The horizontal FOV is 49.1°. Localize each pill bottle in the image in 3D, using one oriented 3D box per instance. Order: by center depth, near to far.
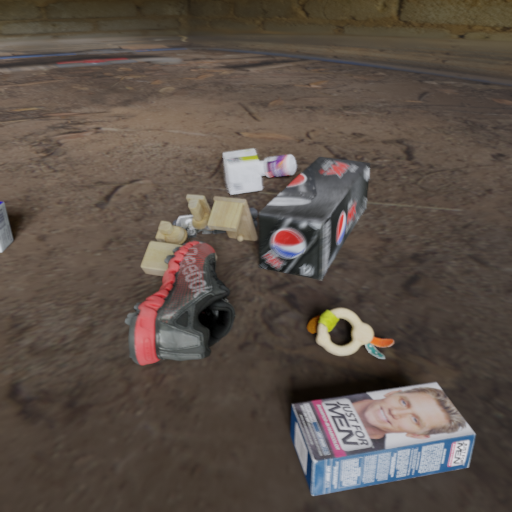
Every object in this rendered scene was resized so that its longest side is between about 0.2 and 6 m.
[{"bbox_3d":[0.489,-2.252,14.157,0.925,0.515,0.515,-2,23,29],"label":"pill bottle"}]

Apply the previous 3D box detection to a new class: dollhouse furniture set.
[{"bbox_3d":[-0.992,-0.096,10.422,1.535,1.315,1.614,8,63,15],"label":"dollhouse furniture set"}]

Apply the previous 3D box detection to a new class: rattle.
[{"bbox_3d":[1.327,1.188,8.063,1.064,0.760,0.692,13,58,-9],"label":"rattle"}]

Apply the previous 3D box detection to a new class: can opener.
[{"bbox_3d":[-0.841,-0.737,11.487,1.719,0.458,0.575,-9,29,-19],"label":"can opener"}]

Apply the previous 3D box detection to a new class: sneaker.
[{"bbox_3d":[-0.869,0.638,8.262,1.315,0.951,2.691,4,30,9],"label":"sneaker"}]

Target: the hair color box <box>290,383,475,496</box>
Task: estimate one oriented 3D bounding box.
[{"bbox_3d":[1.338,1.962,6.137,1.770,0.536,0.885,-6,28,-11],"label":"hair color box"}]

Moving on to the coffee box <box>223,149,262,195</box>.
[{"bbox_3d":[-0.332,-2.014,13.342,0.781,0.780,0.772,-9,35,-5],"label":"coffee box"}]

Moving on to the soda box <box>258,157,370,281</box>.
[{"bbox_3d":[1.238,-0.893,11.045,1.260,1.128,3.561,11,29,20],"label":"soda box"}]

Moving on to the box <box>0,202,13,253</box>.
[{"bbox_3d":[-5.273,-0.571,10.682,0.961,0.883,0.504,3,29,5],"label":"box"}]
